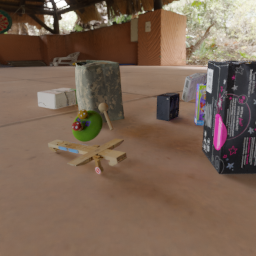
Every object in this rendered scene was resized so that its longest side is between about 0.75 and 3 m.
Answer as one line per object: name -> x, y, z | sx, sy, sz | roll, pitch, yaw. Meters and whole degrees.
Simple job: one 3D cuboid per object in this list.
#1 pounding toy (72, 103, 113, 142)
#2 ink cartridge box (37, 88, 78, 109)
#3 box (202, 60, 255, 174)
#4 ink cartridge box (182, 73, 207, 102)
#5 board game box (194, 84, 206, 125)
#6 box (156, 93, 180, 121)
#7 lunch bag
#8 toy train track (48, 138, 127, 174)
pounding toy -> -1.224, -0.224, 8.450 | 1.357, 1.048, 0.630 | -22, -31, 15
ink cartridge box -> -3.585, -1.586, 14.701 | 1.357, 0.783, 1.857 | 10, 19, 31
box -> 2.858, -0.356, 7.053 | 1.492, 2.600, 1.718 | 0, 16, 1
ink cartridge box -> 3.224, -1.995, 12.814 | 1.551, 1.258, 0.389 | -26, 51, -25
board game box -> 3.840, -0.900, 10.856 | 2.338, 1.572, 0.523 | 1, 16, 5
box -> 1.713, -0.928, 11.942 | 0.614, 1.029, 1.046 | 10, 19, 31
lunch bag -> -1.396, -1.652, 12.025 | 1.694, 2.363, 2.881 | -13, 20, -22
toy train track -> -1.168, 0.714, 7.418 | 2.846, 0.463, 1.632 | 7, 23, 42
